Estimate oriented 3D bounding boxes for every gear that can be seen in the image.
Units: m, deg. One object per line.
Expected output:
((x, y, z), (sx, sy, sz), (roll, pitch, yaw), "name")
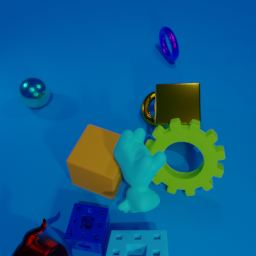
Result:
((1.343, 0.727, 6.830), (1.910, 1.910, 0.353), (14, 23, 10), "gear")

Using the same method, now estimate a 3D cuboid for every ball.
((-2.960, -1.124, 8.843), (0.977, 0.977, 0.977), (0, 52, 0), "ball")

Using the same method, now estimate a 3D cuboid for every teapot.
((-1.669, 2.689, 5.467), (1.007, 2.058, 1.279), (-5, 11, 21), "teapot")

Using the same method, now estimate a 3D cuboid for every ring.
((1.474, -3.023, 10.132), (0.258, 1.290, 1.290), (-23, 55, -7), "ring")
((1.021, -0.595, 8.629), (1.239, 0.248, 1.239), (-1, 75, 5), "ring")

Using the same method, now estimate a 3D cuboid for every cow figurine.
((0.148, 1.002, 6.140), (0.883, 1.583, 1.609), (-9, 51, -44), "cow figurine")

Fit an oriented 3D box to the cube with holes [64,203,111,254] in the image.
((-0.874, 2.261, 6.294), (0.787, 0.787, 0.787), (8, 53, 6), "cube with holes")

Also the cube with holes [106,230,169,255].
((0.211, 2.777, 5.326), (1.114, 1.114, 1.114), (-3, 23, 9), "cube with holes")

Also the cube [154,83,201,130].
((1.377, -0.466, 7.775), (1.175, 1.175, 1.175), (0, 73, 10), "cube")

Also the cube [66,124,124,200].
((-0.679, 0.860, 7.096), (1.207, 1.207, 1.207), (18, 54, 11), "cube")
